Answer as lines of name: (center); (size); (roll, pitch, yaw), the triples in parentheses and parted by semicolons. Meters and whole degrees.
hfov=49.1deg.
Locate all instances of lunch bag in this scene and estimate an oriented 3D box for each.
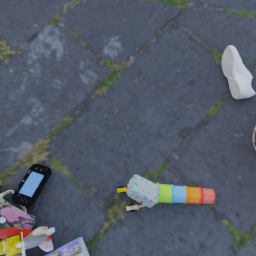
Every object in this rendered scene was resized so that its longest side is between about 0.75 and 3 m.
lunch bag: (0.468, 1.842, 8.254); (0.962, 0.371, 0.772); (30, 33, -8)

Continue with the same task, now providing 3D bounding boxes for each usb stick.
usb stick: (-3.368, 2.289, 9.144); (0.242, 0.142, 0.872); (-42, 78, -11)

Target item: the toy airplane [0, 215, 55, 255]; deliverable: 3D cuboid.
toy airplane: (-2.994, 3.360, 7.914); (1.907, 1.915, 1.351); (-10, 49, 0)

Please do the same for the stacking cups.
stacking cups: (1.592, 2.168, 8.961); (2.283, 0.691, 0.691); (7, 74, -2)

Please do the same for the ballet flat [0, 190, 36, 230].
ballet flat: (-4.149, 2.254, 8.793); (2.931, 1.013, 1.043); (37, 49, 2)

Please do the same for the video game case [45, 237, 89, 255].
video game case: (-2.052, 4.815, 8.185); (2.460, 0.559, 2.230); (-25, 75, -7)

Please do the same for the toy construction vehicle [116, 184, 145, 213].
toy construction vehicle: (0.198, 2.243, 9.080); (1.012, 0.356, 0.881); (-13, 73, 5)

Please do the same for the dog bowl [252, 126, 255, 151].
dog bowl: (4.761, 0.362, 8.534); (1.830, 0.675, 1.830); (4, 98, 28)

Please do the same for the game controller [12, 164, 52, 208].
game controller: (-3.083, 1.823, 9.010); (0.757, 0.306, 1.451); (21, 55, 4)

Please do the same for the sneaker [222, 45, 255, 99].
sneaker: (4.067, -2.032, 10.190); (0.895, 0.761, 2.023); (-7, 80, -15)
